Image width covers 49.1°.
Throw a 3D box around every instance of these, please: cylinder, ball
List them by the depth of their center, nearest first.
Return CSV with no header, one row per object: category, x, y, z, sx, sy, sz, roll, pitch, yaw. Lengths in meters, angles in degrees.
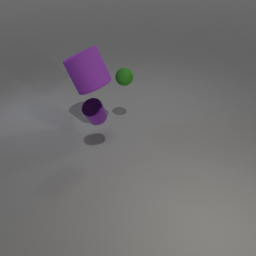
cylinder,-1.113,-0.541,9.404,0.700,0.700,0.700,-5,64,10
cylinder,-1.531,-2.177,10.608,1.400,1.400,1.400,-22,21,9
ball,-0.143,-2.003,10.966,0.700,0.700,0.700,0,32,0
